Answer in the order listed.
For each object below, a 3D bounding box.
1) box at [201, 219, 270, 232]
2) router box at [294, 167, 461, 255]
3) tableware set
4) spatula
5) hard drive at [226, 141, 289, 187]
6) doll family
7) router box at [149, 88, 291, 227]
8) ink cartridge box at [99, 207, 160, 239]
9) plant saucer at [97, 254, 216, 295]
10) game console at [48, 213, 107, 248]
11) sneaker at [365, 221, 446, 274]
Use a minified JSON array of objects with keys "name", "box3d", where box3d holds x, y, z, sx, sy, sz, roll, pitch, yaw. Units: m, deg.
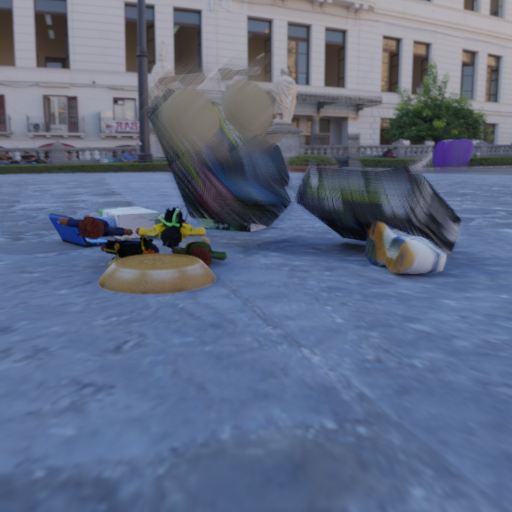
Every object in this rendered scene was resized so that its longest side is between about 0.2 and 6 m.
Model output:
[{"name":"box","box3d":[-0.500,-0.803,13.660,1.396,0.254,1.007,4,11,27]},{"name":"router box","box3d":[2.201,-0.837,10.229,2.439,0.758,1.827,12,-12,43]},{"name":"tableware set","box3d":[-0.629,-2.272,8.985,2.006,1.326,0.402,-18,2,-33]},{"name":"spatula","box3d":[2.958,-1.701,10.426,2.248,0.635,0.231,-18,55,-6]},{"name":"hard drive","box3d":[-0.005,-1.762,10.527,1.071,0.252,1.534,4,32,-8]},{"name":"doll family","box3d":[-1.806,-0.296,9.090,2.619,1.028,1.514,-4,12,-7]},{"name":"router box","box3d":[-0.767,-2.034,11.772,2.141,2.858,0.888,3,-37,-44]},{"name":"ink cartridge box","box3d":[-2.831,-0.749,12.514,0.967,0.561,1.336,-7,12,-32]},{"name":"plant saucer","box3d":[-1.427,0.212,8.110,1.695,0.300,1.695,0,11,0]},{"name":"game console","box3d":[-3.503,-0.541,11.300,1.119,0.955,0.662,11,42,46]},{"name":"sneaker","box3d":[2.355,-0.067,9.011,0.805,0.688,1.828,9,16,-12]}]
